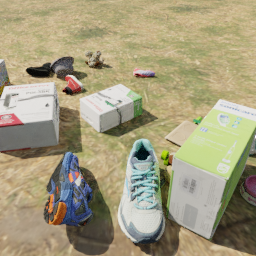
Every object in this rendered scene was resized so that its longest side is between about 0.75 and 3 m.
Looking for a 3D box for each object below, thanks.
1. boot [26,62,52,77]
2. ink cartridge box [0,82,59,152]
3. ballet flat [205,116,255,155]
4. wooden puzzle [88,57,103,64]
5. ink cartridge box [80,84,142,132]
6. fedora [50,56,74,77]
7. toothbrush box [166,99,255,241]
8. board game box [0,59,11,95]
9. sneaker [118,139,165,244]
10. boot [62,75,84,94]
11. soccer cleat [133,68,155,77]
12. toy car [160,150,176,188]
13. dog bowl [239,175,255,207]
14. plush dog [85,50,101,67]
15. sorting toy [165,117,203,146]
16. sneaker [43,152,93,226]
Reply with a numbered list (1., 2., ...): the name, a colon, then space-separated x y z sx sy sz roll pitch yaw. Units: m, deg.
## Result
1. boot: -4.382 -2.949 13.944 1.187 0.447 0.887 8 42 -7
2. ink cartridge box: -3.534 -0.508 10.032 1.968 1.111 2.682 -7 37 -8
3. ballet flat: 3.595 -0.043 9.705 0.832 0.832 2.397 -15 38 -20
4. wooden puzzle: -1.753 -3.666 15.230 0.781 0.145 0.723 3 37 -5
5. ink cartridge box: -0.646 -0.803 10.692 1.975 0.833 1.443 -26 43 -31
6. fedora: -3.090 -2.900 13.600 1.291 1.142 0.583 -16 67 -38
7. toothbrush box: 2.251 0.928 7.207 1.266 2.141 2.941 22 42 28
8. board game box: -5.724 -2.046 12.087 0.307 1.206 1.794 3 37 4
9. sneaker: 0.307 1.451 7.205 1.163 1.293 2.996 -1 36 -1
10. boot: -2.708 -1.944 12.623 0.889 0.446 1.232 -27 47 -30
11. soccer cleat: 0.793 -2.645 13.719 1.068 0.356 0.408 11 75 1
12. toy car: 1.307 1.322 8.075 0.895 0.860 1.090 14 67 25
13. dog bowl: 3.599 1.695 7.675 0.971 0.358 0.971 0 35 0
14. plush dog: -1.798 -3.544 14.679 0.950 0.762 0.816 7 65 24
15. sorting toy: 2.362 0.172 9.833 1.373 0.273 1.858 24 46 37
16. sneaker: -1.501 1.620 7.392 1.081 1.038 2.755 29 19 -21
